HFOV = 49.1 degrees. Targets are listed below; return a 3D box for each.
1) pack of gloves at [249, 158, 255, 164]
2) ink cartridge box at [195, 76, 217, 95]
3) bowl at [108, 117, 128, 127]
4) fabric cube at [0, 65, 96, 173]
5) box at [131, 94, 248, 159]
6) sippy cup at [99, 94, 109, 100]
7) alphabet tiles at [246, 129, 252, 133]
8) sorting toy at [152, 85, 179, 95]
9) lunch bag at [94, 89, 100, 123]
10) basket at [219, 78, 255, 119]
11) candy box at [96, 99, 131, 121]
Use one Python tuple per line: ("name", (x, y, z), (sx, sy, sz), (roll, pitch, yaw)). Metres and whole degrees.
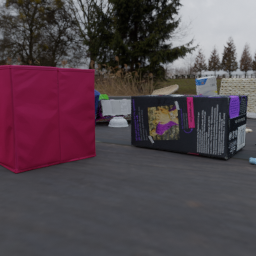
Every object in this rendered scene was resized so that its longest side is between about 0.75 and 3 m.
("pack of gloves", (3.272, 0.586, 5.302), (1.618, 0.319, 1.359), (-4, 8, -24))
("ink cartridge box", (3.756, -1.666, 13.330), (0.855, 1.472, 0.495), (-9, 14, -1))
("bowl", (-0.380, -0.247, 10.925), (0.786, 0.353, 0.786), (-1, 8, 0))
("fabric cube", (-1.960, -0.305, 5.987), (1.860, 1.890, 1.896), (9, 12, 44))
("box", (1.458, -0.161, 6.896), (2.476, 1.313, 1.514), (6, 10, 37))
("sippy cup", (-1.851, -1.129, 14.038), (1.809, 1.421, 1.326), (17, 5, 30))
("alphabet tiles", (3.757, 0.052, 9.811), (1.022, 0.076, 1.045), (-6, 11, -34))
("sorting toy", (1.011, -1.292, 13.992), (2.076, 0.413, 2.808), (-39, 17, -31))
("lunch bag", (-2.312, -0.783, 10.734), (2.271, 1.502, 1.543), (-2, 22, -27))
("basket", (6.261, -1.582, 14.570), (2.451, 1.989, 2.473), (9, 14, 42))
("candy box", (-0.296, -0.763, 11.987), (2.407, 0.734, 1.641), (-3, -5, -27))
